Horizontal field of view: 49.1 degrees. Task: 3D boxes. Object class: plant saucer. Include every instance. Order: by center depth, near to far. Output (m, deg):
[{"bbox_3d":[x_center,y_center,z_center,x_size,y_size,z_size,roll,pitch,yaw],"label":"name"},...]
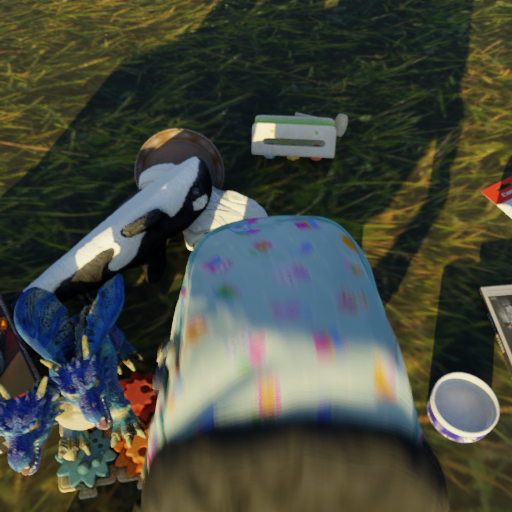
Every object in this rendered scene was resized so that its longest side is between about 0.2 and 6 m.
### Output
[{"bbox_3d":[-1.534,-1.660,11.259,1.768,0.304,1.768,1,82,-8],"label":"plant saucer"}]

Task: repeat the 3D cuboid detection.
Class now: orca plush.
[{"bbox_3d":[-2.117,0.066,9.542,3.990,1.418,2.099,-46,24,-23],"label":"orca plush"}]

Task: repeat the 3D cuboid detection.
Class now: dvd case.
[{"bbox_3d":[4.666,1.226,9.484,1.288,0.212,1.713,-4,52,-3],"label":"dvd case"}]

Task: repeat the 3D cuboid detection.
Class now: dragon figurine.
[{"bbox_3d":[-2.431,1.115,7.779,1.392,2.352,4.731,-9,37,-8],"label":"dragon figurine"}]

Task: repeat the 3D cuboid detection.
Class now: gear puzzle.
[{"bbox_3d":[-1.233,2.410,8.329,3.408,0.446,1.765,-7,50,-9],"label":"gear puzzle"}]

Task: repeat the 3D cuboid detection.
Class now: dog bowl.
[{"bbox_3d":[3.129,2.306,8.524,0.988,0.389,0.988,0,52,0],"label":"dog bowl"}]

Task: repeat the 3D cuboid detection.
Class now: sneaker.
[{"bbox_3d":[-1.171,-0.797,10.505,2.637,1.028,1.310,23,65,11],"label":"sneaker"}]

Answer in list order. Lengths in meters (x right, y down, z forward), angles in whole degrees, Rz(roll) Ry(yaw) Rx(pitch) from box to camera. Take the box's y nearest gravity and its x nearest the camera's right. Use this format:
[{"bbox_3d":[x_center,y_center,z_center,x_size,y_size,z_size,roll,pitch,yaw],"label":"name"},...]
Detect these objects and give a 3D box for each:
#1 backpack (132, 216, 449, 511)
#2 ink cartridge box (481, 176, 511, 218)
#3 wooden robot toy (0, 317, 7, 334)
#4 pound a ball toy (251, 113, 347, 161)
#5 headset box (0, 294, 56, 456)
[{"bbox_3d":[0.378,1.474,7.236,3.602,2.732,4.316,3,36,-5],"label":"backpack"},{"bbox_3d":[5.420,-1.164,11.296,1.071,0.376,1.318,-25,60,-18],"label":"ink cartridge box"},{"bbox_3d":[-4.027,1.070,7.578,1.207,1.172,2.659,-9,58,-23],"label":"wooden robot toy"},{"bbox_3d":[0.972,-2.575,12.198,2.047,0.870,1.335,3,27,3],"label":"pound a ball toy"},{"bbox_3d":[-4.637,1.679,8.398,2.202,1.143,2.959,-27,64,-20],"label":"headset box"}]
